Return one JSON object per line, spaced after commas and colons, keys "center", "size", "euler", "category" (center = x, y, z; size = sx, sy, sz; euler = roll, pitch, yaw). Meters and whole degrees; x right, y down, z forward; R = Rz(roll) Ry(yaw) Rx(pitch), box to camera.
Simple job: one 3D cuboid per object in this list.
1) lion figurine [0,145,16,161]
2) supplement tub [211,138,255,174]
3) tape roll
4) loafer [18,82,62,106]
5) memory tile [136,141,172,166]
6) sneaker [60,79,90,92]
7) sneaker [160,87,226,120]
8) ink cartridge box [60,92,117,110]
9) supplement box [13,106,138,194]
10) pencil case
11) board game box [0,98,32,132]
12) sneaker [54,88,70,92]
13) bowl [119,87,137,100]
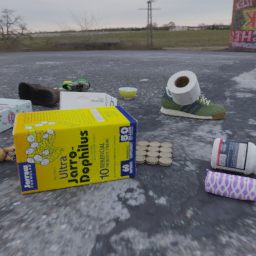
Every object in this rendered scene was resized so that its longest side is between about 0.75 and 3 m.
{"center": [-3.606, 0.700, 8.676], "size": [0.892, 0.528, 1.456], "euler": [1, 5, 26], "category": "lion figurine"}
{"center": [2.976, 0.783, 7.710], "size": [1.240, 0.870, 0.870], "euler": [8, 21, 21], "category": "supplement tub"}
{"center": [2.362, -1.682, 11.797], "size": [1.230, 0.845, 1.230], "euler": [-13, 54, 18], "category": "tape roll"}
{"center": [-4.623, -1.735, 14.741], "size": [2.971, 1.085, 1.055], "euler": [19, 16, 29], "category": "loafer"}
{"center": [0.792, 0.779, 8.838], "size": [1.188, 0.130, 1.550], "euler": [3, 21, 9], "category": "memory tile"}
{"center": [-3.258, -2.490, 17.227], "size": [1.953, 0.762, 0.832], "euler": [-6, 26, 10], "category": "sneaker"}
{"center": [2.884, -1.193, 12.496], "size": [2.926, 1.314, 0.981], "euler": [7, 22, 19], "category": "sneaker"}
{"center": [-1.460, -0.798, 10.961], "size": [1.712, 0.998, 2.366], "euler": [2, 1, 6], "category": "ink cartridge box"}
{"center": [-1.386, 0.459, 7.509], "size": [2.955, 1.608, 1.618], "euler": [-6, 21, -16], "category": "supplement box"}
{"center": [2.469, 1.375, 6.656], "size": [1.300, 0.545, 0.556], "euler": [10, -1, 22], "category": "pencil case"}
{"center": [-5.460, -0.532, 11.473], "size": [1.876, 0.817, 2.543], "euler": [5, 19, 15], "category": "board game box"}
{"center": [-3.675, -1.895, 15.564], "size": [0.686, 0.645, 1.674], "euler": [10, 22, 8], "category": "sneaker"}
{"center": [0.001, -1.900, 15.620], "size": [1.025, 0.552, 1.025], "euler": [1, 20, 0], "category": "bowl"}
